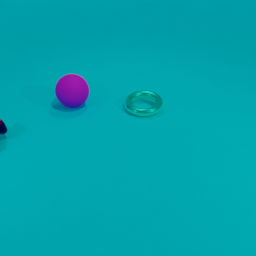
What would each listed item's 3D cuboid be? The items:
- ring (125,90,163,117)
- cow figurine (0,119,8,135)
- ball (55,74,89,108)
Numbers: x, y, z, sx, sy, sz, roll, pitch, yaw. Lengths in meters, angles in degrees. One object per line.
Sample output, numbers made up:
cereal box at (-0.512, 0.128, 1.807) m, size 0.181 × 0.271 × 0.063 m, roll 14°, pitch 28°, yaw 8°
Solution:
ring at (0.468, -0.740, 8.284) m, size 1.143 × 0.229 × 1.143 m, roll -2°, pitch 41°, yaw 2°
cow figurine at (-3.490, 0.160, 6.691) m, size 1.109 × 0.609 × 1.091 m, roll -16°, pitch 40°, yaw -5°
ball at (-1.639, -1.093, 8.241) m, size 0.988 × 0.988 × 0.988 m, roll 0°, pitch 34°, yaw 0°
